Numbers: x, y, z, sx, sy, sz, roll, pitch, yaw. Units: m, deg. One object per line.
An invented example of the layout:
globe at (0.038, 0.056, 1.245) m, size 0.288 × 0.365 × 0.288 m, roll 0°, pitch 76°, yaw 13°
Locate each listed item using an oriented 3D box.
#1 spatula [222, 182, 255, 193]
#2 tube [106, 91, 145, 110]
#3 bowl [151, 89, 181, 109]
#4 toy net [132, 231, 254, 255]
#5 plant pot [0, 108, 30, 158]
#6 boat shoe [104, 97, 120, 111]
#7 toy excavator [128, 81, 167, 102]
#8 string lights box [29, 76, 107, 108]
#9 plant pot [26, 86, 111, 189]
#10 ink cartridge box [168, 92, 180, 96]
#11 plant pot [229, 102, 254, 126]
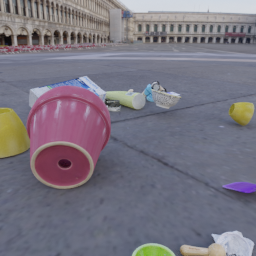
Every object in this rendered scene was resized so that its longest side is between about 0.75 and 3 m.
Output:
spatula at (2.909, 1.509, 5.517) m, size 0.639 × 0.233 × 2.263 m, roll -7°, pitch 20°, yaw -28°
tube at (-0.278, -1.468, 13.622) m, size 0.753 × 0.842 × 2.902 m, roll -49°, pitch 34°, yaw -14°
bowl at (1.478, -1.137, 11.382) m, size 1.257 × 0.590 × 1.257 m, roll 14°, pitch 11°, yaw -3°
toy net at (1.152, 1.934, 3.992) m, size 2.174 × 0.420 × 1.141 m, roll -10°, pitch 21°, yaw -27°
plant pot at (-3.781, 0.049, 8.281) m, size 1.636 × 1.161 × 1.636 m, roll 0°, pitch 17°, yaw 0°
boat shoe at (-1.112, -1.166, 12.794) m, size 1.739 × 0.554 × 0.615 m, roll 10°, pitch 21°, yaw 26°
toy excavator at (0.968, -1.709, 14.122) m, size 1.558 × 1.602 × 0.800 m, roll 42°, pitch 17°, yaw -12°
string lights box at (-2.400, -1.205, 11.468) m, size 1.432 × 0.822 × 2.788 m, roll 41°, pitch 42°, yaw 25°
plant pot at (-1.448, 0.304, 6.648) m, size 2.083 × 2.083 × 1.864 m, roll -1°, pitch 34°, yaw -3°
ink cartridge box at (2.218, -1.740, 15.017) m, size 0.877 × 0.190 × 0.869 m, roll -10°, pitch 21°, yaw -20°
plant pot at (4.114, -0.593, 10.330) m, size 0.629 × 0.885 × 0.885 m, roll 18°, pitch 19°, yaw -4°
